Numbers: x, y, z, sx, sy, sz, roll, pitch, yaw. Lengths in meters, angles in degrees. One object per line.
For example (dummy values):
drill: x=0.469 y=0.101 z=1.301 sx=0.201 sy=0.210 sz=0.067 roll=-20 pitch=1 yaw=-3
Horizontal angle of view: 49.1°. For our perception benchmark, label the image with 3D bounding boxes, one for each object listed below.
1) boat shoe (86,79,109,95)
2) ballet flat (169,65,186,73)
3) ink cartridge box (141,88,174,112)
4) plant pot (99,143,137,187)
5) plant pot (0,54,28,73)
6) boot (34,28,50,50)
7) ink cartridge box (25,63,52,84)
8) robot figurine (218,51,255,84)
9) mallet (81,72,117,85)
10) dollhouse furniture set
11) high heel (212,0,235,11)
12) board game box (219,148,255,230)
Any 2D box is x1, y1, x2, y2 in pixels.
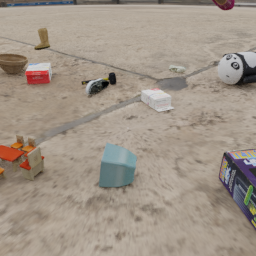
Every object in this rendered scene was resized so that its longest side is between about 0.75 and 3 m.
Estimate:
boat shoe: x=-1.184 y=-1.647 z=11.023 sx=0.400 sy=0.485 sz=1.414 roll=11 pitch=29 yaw=19
ballet flat: x=2.332 y=-2.764 z=13.322 sx=0.905 sy=0.325 sz=0.325 roll=22 pitch=35 yaw=39
ink cartridge box: x=1.057 y=-1.010 z=9.923 sx=0.697 sy=0.404 sz=1.197 roll=-14 pitch=32 yaw=-24
plant pot: x=-0.203 y=0.868 z=6.236 sx=0.753 sy=0.737 sz=0.739 roll=10 pitch=29 yaw=1
plant pot: x=-5.459 y=-2.991 z=13.147 sx=1.463 sy=0.675 sz=1.463 roll=8 pitch=26 yaw=-4
boot: x=-3.503 y=-3.560 z=11.239 sx=0.682 sy=0.778 sz=0.257 roll=-14 pitch=-3 yaw=-10
ink cartridge box: x=-3.880 y=-2.348 z=12.204 sx=0.947 sy=0.548 sz=1.630 roll=-4 pitch=29 yaw=-8
robot figurine: x=4.812 y=-2.535 z=11.736 sx=2.088 sy=1.303 sz=1.569 roll=-9 pitch=11 yaw=-18
mallet: x=-1.203 y=-1.951 z=11.851 sx=1.482 sy=0.488 sz=0.305 roll=-14 pitch=30 yaw=5
dollhouse furniture set: x=-2.646 y=0.660 z=6.558 sx=1.363 sy=0.710 sz=1.378 roll=13 pitch=31 yaw=22
high heel: x=1.369 y=-2.390 z=4.647 sx=0.360 sy=1.068 sz=0.514 roll=-33 pitch=-10 yaw=33
board game box: x=3.643 y=1.268 z=5.354 sx=2.914 sy=0.826 sz=2.409 roll=-4 pitch=27 yaw=-7
